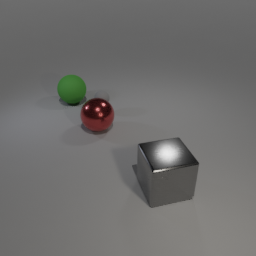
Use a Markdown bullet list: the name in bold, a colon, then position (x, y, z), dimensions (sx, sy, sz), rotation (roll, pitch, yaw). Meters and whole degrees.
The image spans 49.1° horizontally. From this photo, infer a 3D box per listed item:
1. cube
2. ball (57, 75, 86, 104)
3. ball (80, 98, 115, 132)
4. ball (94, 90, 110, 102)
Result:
- **cube**: position (1.140, 1.306, 8.503), dimensions (1.400, 1.400, 1.400), rotation (-8, 32, -13)
- **ball**: position (-2.735, -1.898, 13.673), dimensions (1.400, 1.400, 1.400), rotation (0, 31, 0)
- **ball**: position (-1.257, -0.545, 11.542), dimensions (1.400, 1.400, 1.400), rotation (0, 31, 0)
- **ball**: position (-1.186, -1.354, 12.675), dimensions (0.700, 0.700, 0.700), rotation (0, 31, 0)
